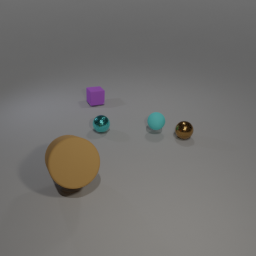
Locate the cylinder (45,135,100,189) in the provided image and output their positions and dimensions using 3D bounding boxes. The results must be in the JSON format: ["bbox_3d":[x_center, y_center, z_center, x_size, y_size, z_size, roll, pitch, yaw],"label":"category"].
[{"bbox_3d":[-1.643,0.924,8.103,1.400,1.400,1.400,-12,5,-19],"label":"cylinder"}]

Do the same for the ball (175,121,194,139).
[{"bbox_3d":[2.157,0.077,10.748,0.700,0.700,0.700,0,31,0],"label":"ball"}]

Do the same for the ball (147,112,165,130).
[{"bbox_3d":[1.109,-0.272,10.969,0.700,0.700,0.700,0,31,0],"label":"ball"}]

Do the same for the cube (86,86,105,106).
[{"bbox_3d":[-1.556,-1.539,13.385,0.700,0.700,0.700,-9,28,-23],"label":"cube"}]

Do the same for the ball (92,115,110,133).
[{"bbox_3d":[-1.062,-0.169,11.151,0.700,0.700,0.700,0,31,0],"label":"ball"}]
